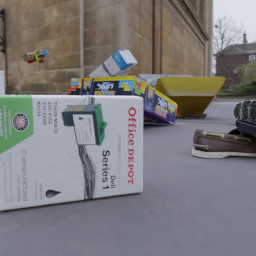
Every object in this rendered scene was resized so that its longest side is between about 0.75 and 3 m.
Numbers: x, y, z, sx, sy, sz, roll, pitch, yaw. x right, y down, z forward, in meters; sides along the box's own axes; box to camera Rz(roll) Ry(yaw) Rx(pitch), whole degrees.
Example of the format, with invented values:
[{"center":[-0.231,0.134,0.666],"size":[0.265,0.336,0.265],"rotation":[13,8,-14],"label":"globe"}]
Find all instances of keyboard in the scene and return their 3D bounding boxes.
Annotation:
[{"center":[2.695,0.206,4.348],"size":[1.950,0.201,1.239],"rotation":[15,16,11],"label":"keyboard"}]

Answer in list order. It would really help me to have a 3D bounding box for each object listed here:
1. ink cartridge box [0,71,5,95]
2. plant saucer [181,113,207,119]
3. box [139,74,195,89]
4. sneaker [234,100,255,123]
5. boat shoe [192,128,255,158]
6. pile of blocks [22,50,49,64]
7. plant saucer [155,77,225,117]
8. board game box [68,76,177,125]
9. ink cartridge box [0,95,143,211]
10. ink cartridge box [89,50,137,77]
[{"center":[-3.173,-0.448,6.064],"size":[1.131,1.562,0.659],"rotation":[6,9,43],"label":"ink cartridge box"},{"center":[3.042,-0.547,12.867],"size":[1.181,0.216,1.181],"rotation":[0,7,0],"label":"plant saucer"},{"center":[2.025,-1.868,14.275],"size":[2.734,1.569,1.807],"rotation":[5,6,20],"label":"box"},{"center":[4.744,-0.355,9.438],"size":[2.259,0.885,1.016],"rotation":[12,-1,26],"label":"sneaker"},{"center":[1.910,0.231,4.929],"size":[1.609,0.479,0.578],"rotation":[-1,7,-10],"label":"boat shoe"},{"center":[-3.286,-2.622,10.392],"size":[0.570,0.431,1.388],"rotation":[-9,17,24],"label":"pile of blocks"},{"center":[2.603,-1.254,12.843],"size":[2.930,0.710,2.930],"rotation":[-1,-23,-5],"label":"plant saucer"},{"center":[-0.086,-0.828,9.386],"size":[2.476,0.849,2.996],"rotation":[6,-8,34],"label":"board game box"},{"center":[-0.577,0.178,2.910],"size":[1.433,1.047,0.604],"rotation":[-3,7,-20],"label":"ink cartridge box"},{"center":[-0.618,-2.537,12.129],"size":[1.763,0.757,1.291],"rotation":[-33,1,25],"label":"ink cartridge box"}]
